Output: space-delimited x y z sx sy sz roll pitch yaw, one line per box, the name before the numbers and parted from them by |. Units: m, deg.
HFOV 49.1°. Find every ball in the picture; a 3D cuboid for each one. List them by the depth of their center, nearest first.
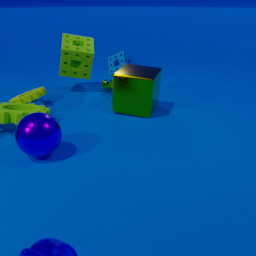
ball | -1.971 0.149 6.205 0.996 0.996 0.996 0 26 0

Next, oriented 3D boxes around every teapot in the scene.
teapot | -0.838 1.666 3.284 0.556 1.135 0.705 -19 40 26

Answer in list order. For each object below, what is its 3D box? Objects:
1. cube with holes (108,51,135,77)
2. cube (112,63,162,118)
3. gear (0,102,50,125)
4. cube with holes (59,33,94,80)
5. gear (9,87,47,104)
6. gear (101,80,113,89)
cube with holes | -0.217 -2.234 10.137 0.704 0.704 0.704 -14 -15 32
cube | 0.282 -1.181 8.615 1.212 1.212 1.212 11 30 14
gear | -3.041 -0.426 7.798 1.637 0.303 1.637 6 13 -1
cube with holes | -1.901 -2.625 10.319 1.120 1.120 1.120 5 45 -14
gear | -3.252 -1.017 9.111 1.173 0.217 1.173 -18 19 7
gear | -0.348 -1.636 10.544 1.300 0.240 1.300 4 15 -1
